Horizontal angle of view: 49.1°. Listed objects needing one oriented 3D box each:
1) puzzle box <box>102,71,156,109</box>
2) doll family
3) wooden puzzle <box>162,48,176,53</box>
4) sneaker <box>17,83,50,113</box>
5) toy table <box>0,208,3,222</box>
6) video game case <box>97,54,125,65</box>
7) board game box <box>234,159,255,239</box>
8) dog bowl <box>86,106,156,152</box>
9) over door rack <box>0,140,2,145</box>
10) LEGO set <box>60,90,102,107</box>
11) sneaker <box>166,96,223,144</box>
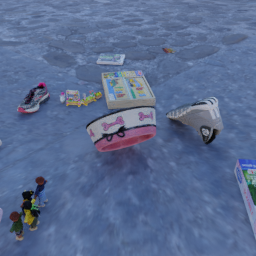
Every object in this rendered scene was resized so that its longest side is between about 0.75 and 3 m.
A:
[{"bbox_3d":[-0.054,-1.513,10.587,1.690,0.323,2.540,-5,34,-9],"label":"puzzle box"},{"bbox_3d":[-1.953,1.546,5.648,0.518,0.764,1.321,-1,34,-2],"label":"doll family"},{"bbox_3d":[2.149,-4.030,14.568,0.520,0.062,0.878,-9,35,-14],"label":"wooden puzzle"},{"bbox_3d":[-3.290,-1.025,9.629,0.636,0.589,1.578,8,35,12],"label":"sneaker"},{"bbox_3d":[-3.019,1.926,4.592,1.013,1.591,1.730,20,28,0],"label":"toy table"},{"bbox_3d":[-0.801,-3.304,13.418,1.212,0.141,1.101,3,34,5],"label":"video game case"},{"bbox_3d":[3.589,1.547,5.933,2.131,0.439,2.126,3,34,4],"label":"board game box"},{"bbox_3d":[-0.101,0.071,7.126,1.840,1.840,0.678,-12,79,-17],"label":"dog bowl"},{"bbox_3d":[-4.446,0.427,7.534,1.594,0.531,1.178,14,35,19],"label":"over door rack"},{"bbox_3d":[-1.640,-1.166,9.855,1.513,0.563,0.696,-8,34,-11],"label":"LEGO set"},{"bbox_3d":[1.925,-0.093,8.111,0.815,1.255,2.174,-26,5,-19],"label":"sneaker"}]
